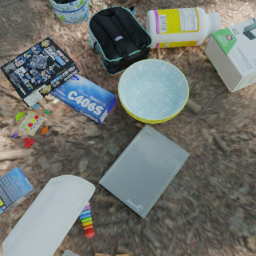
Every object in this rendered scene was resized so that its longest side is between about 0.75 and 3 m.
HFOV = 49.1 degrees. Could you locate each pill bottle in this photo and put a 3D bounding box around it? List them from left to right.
[{"bbox_3d":[2.093,-3.862,10.802,2.675,1.394,1.394,-4,68,-2],"label":"pill bottle"}]

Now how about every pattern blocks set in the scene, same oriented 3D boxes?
[{"bbox_3d":[-3.445,-0.143,9.993,1.314,0.121,1.495,37,73,14],"label":"pattern blocks set"}]

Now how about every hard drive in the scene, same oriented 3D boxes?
[{"bbox_3d":[0.543,1.364,9.222,1.817,0.428,2.604,36,73,13],"label":"hard drive"}]

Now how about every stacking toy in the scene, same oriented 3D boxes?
[{"bbox_3d":[-1.290,2.852,8.636,0.446,0.446,1.045,-15,73,-6],"label":"stacking toy"}]

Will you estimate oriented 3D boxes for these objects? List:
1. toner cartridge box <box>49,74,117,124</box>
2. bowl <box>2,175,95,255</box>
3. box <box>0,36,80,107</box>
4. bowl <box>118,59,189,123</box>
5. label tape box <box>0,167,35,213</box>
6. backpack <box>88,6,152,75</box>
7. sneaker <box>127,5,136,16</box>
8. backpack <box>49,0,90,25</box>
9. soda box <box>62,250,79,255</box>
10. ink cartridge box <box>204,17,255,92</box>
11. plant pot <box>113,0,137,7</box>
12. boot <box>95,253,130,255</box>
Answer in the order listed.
[{"bbox_3d":[-1.670,-1.197,10.211,2.309,0.499,1.097,29,70,12],"label":"toner cartridge box"},{"bbox_3d":[-2.192,2.419,7.412,1.069,2.864,2.859,37,71,-5],"label":"bowl"},{"bbox_3d":[-3.246,-2.132,10.223,2.228,0.558,2.245,-37,57,-12],"label":"box"},{"bbox_3d":[0.837,-1.072,9.755,2.330,1.254,2.330,0,67,0],"label":"bowl"},{"bbox_3d":[-3.816,2.048,8.951,1.340,0.443,0.960,-39,74,-12],"label":"label tape box"},{"bbox_3d":[-0.411,-3.239,10.367,1.975,1.723,2.247,-29,80,-12],"label":"backpack"},{"bbox_3d":[-0.067,-4.773,11.667,0.395,0.476,0.997,39,73,14],"label":"sneaker"},{"bbox_3d":[-2.360,-5.424,11.403,1.938,1.827,2.376,-11,48,-7],"label":"backpack"},{"bbox_3d":[-1.909,4.286,8.031,0.486,0.452,1.424,24,70,9],"label":"soda box"},{"bbox_3d":[4.732,-2.926,10.518,2.887,1.213,2.107,-23,70,-9],"label":"ink cartridge box"},{"bbox_3d":[0.352,-6.304,11.621,1.857,2.129,2.129,-23,69,-27],"label":"plant pot"},{"bbox_3d":[-0.932,4.446,7.796,2.279,0.840,1.763,2,69,-12],"label":"boot"}]
